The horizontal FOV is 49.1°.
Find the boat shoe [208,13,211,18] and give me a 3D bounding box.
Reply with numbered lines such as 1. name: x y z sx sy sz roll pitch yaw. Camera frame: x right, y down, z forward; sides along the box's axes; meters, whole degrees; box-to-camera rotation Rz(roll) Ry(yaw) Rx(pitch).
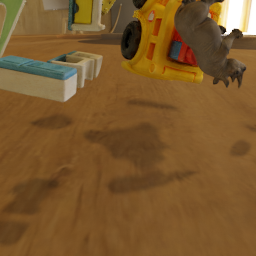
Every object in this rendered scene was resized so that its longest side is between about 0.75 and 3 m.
1. boat shoe: 1.675 -3.011 9.067 2.294 0.745 0.828 -22 -18 25

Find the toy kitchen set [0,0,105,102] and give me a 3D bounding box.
1. toy kitchen set: -0.992 -1.299 3.876 0.974 1.325 1.654 11 24 6

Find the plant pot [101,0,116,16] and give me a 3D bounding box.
1. plant pot: -0.813 -3.479 7.214 0.959 0.953 0.981 22 20 -53

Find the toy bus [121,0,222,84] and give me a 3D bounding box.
1. toy bus: 1.116 -2.212 6.037 1.733 2.554 2.452 8 15 -23

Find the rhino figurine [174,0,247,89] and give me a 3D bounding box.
1. rhino figurine: 1.446 -1.383 4.713 0.850 1.943 0.581 -46 27 -7

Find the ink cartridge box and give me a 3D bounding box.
1. ink cartridge box: -2.415 -1.830 4.411 2.591 1.886 0.621 38 17 21
